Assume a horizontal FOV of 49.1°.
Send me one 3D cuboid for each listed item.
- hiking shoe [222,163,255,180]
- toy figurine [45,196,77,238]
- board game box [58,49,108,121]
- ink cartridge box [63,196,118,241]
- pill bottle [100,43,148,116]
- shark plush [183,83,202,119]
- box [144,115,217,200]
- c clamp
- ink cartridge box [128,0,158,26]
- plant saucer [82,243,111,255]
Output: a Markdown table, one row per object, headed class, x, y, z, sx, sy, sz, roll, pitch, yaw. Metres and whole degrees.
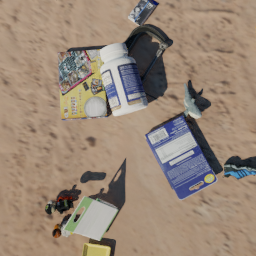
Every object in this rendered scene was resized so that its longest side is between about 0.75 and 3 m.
| class | x | y | z | sx | sy | sz | roll | pitch | yaw |
| --- | --- | --- | --- | --- | --- | --- | --- | --- | --- |
| hiking shoe | 4.416 | 1.741 | 10.898 | 1.399 | 0.520 | 0.606 | 7 | 90 | 11 |
| toy figurine | -2.415 | 3.239 | 10.213 | 0.986 | 1.418 | 1.396 | -11 | 87 | -14 |
| board game box | -1.818 | -1.735 | 11.294 | 1.858 | 0.474 | 2.742 | -4 | 83 | 0 |
| ink cartridge box | -1.362 | 3.205 | 10.119 | 1.882 | 0.451 | 1.370 | 37 | 83 | -39 |
| pill bottle | -0.233 | -1.830 | 10.687 | 1.410 | 1.410 | 2.542 | -16 | 90 | -2 |
| shark plush | 2.577 | -1.067 | 11.140 | 0.683 | 0.627 | 1.504 | 0 | 73 | -14 |
| box | 2.040 | 1.158 | 10.935 | 1.730 | 0.463 | 2.856 | -27 | 82 | -3 |
| c clamp | 0.716 | -2.791 | 11.533 | 2.372 | 0.376 | 2.777 | 26 | 85 | 8 |
| ink cartridge box | 0.656 | -5.009 | 11.820 | 0.666 | 0.262 | 1.338 | 34 | 83 | 5 |
| plant saucer | -1.227 | 4.910 | 10.585 | 1.029 | 0.249 | 1.029 | 9 | 82 | 1 |
